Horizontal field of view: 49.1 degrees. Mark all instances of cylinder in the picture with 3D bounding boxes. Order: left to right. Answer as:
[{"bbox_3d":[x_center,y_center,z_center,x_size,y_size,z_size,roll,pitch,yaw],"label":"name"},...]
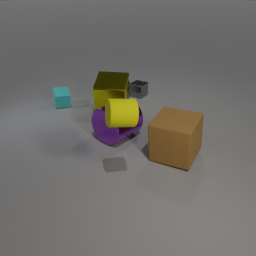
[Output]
[{"bbox_3d":[-0.390,-0.263,10.393,1.400,1.400,1.400,23,35,36],"label":"cylinder"},{"bbox_3d":[-0.166,-0.371,6.947,0.700,0.700,0.700,-1,28,-16],"label":"cylinder"}]

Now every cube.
[{"bbox_3d":[-3.086,-1.431,13.096,0.700,0.700,0.700,-7,46,-18],"label":"cube"},{"bbox_3d":[-0.697,-1.534,12.435,1.400,1.400,1.400,4,44,6],"label":"cube"},{"bbox_3d":[0.560,-1.993,14.372,0.700,0.700,0.700,18,33,30],"label":"cube"},{"bbox_3d":[1.577,0.297,9.212,1.400,1.400,1.400,12,34,26],"label":"cube"}]
